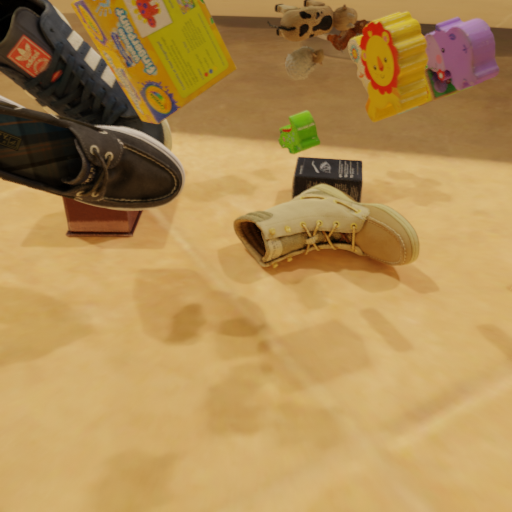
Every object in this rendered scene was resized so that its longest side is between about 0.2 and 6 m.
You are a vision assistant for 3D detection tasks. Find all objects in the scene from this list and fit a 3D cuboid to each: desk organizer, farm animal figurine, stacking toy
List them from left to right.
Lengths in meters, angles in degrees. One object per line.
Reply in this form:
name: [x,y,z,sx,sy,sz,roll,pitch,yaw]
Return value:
desk organizer: [-2.626,-1.704,10.528,1.161,1.246,3.237,1,33,1]
farm animal figurine: [1.245,-4.491,10.170,2.055,2.077,1.083,-33,40,-9]
stacking toy: [1.748,-1.988,5.878,2.523,0.786,3.346,-22,8,-11]

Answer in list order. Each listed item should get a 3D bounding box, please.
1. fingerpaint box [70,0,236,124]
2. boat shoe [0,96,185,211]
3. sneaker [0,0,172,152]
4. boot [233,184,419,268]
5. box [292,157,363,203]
fingerpaint box: [-1.090,-2.407,6.184,1.203,1.442,0.529,-40,33,-15]
boat shoe: [-1.270,-0.664,3.776,1.819,0.636,0.603,19,16,-32]
sneaker: [-2.420,-2.194,6.947,3.235,1.213,1.367,44,9,12]
boot: [1.014,-0.292,8.632,1.943,0.910,2.500,-21,37,-29]
box: [1.340,-1.361,10.535,1.273,0.664,0.942,5,33,8]
